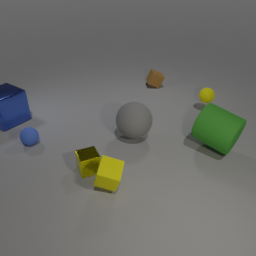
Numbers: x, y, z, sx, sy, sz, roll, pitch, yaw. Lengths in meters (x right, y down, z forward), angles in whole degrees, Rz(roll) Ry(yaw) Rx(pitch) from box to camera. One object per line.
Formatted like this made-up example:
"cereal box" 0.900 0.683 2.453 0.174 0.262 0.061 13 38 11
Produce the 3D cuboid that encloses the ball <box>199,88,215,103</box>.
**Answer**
"ball" 3.599 -1.486 12.782 0.700 0.700 0.700 0 32 0

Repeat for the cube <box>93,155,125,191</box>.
"cube" -0.567 1.354 8.344 0.700 0.700 0.700 17 49 -3

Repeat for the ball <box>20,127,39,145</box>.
"ball" -3.765 0.316 10.700 0.700 0.700 0.700 0 32 0

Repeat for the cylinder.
"cylinder" 3.212 0.017 9.971 1.400 1.400 1.400 32 43 25

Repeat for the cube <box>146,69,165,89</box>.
"cube" 1.488 -2.709 15.353 0.700 0.700 0.700 19 28 -19

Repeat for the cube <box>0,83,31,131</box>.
"cube" -5.254 -0.935 12.013 1.400 1.400 1.400 21 39 31

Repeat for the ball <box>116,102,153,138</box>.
"ball" 0.235 -0.304 10.687 1.400 1.400 1.400 0 32 0

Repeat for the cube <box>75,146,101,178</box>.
"cube" -1.331 1.131 9.382 0.700 0.700 0.700 -13 34 -20
